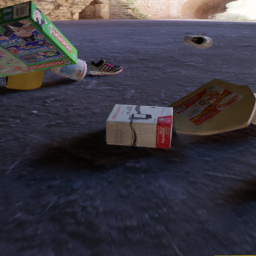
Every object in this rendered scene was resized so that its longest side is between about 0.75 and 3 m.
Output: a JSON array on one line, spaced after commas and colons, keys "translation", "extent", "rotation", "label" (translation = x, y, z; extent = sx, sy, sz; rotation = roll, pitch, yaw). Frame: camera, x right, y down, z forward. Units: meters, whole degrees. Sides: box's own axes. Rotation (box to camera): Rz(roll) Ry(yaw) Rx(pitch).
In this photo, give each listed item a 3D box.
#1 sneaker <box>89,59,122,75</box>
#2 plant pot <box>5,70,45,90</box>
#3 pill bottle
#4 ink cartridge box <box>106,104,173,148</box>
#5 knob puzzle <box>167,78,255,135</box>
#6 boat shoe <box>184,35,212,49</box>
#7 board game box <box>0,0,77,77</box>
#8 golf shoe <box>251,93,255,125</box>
[{"translation": [-1.155, -3.208, 14.564], "extent": [1.768, 0.773, 0.652], "rotation": [-5, 26, -10], "label": "sneaker"}, {"translation": [-4.537, -2.458, 12.411], "extent": [1.439, 1.398, 1.407], "rotation": [10, 19, -29], "label": "plant pot"}, {"translation": [-2.934, -2.903, 13.005], "extent": [1.838, 0.999, 0.999], "rotation": [13, 14, -38], "label": "pill bottle"}, {"translation": [0.354, -0.087, 8.144], "extent": [1.818, 0.758, 1.321], "rotation": [4, 26, 8], "label": "ink cartridge box"}, {"translation": [2.702, -0.512, 8.805], "extent": [3.100, 0.430, 3.100], "rotation": [-18, 31, 11], "label": "knob puzzle"}, {"translation": [2.318, -2.775, 8.927], "extent": [1.123, 0.404, 0.385], "rotation": [4, 14, -30], "label": "boat shoe"}, {"translation": [-2.981, -1.866, 6.577], "extent": [2.975, 0.433, 2.002], "rotation": [-6, -14, 14], "label": "board game box"}, {"translation": [4.837, -0.593, 9.207], "extent": [2.736, 1.030, 1.252], "rotation": [-12, 44, -20], "label": "golf shoe"}]
